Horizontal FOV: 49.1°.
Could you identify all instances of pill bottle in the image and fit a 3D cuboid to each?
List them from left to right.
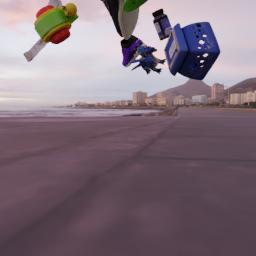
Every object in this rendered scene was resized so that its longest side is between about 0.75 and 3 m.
[{"bbox_3d":[1.373,-4.134,11.193,0.628,1.124,0.628,-22,13,5],"label":"pill bottle"}]

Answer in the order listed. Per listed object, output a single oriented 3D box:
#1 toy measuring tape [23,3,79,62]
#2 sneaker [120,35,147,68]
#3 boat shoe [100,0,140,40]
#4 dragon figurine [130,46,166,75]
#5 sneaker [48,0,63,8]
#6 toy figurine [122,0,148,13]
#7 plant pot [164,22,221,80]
[{"bbox_3d":[-2.561,-2.749,8.364,2.917,1.073,1.073,-26,-14,36],"label":"toy measuring tape"},{"bbox_3d":[0.039,-3.411,12.145,0.995,0.696,2.001,41,-23,-8],"label":"sneaker"},{"bbox_3d":[-0.305,-3.438,7.187,0.886,0.941,2.622,26,-20,24],"label":"boat shoe"},{"bbox_3d":[0.309,-1.421,5.780,0.683,0.404,1.374,25,0,-32],"label":"dragon figurine"},{"bbox_3d":[-2.710,-3.831,9.625,0.542,1.445,0.626,31,28,10],"label":"sneaker"},{"bbox_3d":[0.080,-2.911,5.057,1.165,1.072,0.875,-35,1,8],"label":"toy figurine"},{"bbox_3d":[2.328,-2.954,10.725,1.501,1.669,1.669,0,-29,-12],"label":"plant pot"}]
